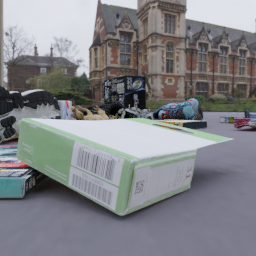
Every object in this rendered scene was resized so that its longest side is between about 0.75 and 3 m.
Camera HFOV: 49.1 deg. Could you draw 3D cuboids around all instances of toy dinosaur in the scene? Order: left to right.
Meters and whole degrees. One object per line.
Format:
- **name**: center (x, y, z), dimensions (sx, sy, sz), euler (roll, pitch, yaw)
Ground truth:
- **toy dinosaur**: center (-0.810, -0.204, 8.491), dimensions (2.495, 0.726, 1.262), euler (8, 13, -41)

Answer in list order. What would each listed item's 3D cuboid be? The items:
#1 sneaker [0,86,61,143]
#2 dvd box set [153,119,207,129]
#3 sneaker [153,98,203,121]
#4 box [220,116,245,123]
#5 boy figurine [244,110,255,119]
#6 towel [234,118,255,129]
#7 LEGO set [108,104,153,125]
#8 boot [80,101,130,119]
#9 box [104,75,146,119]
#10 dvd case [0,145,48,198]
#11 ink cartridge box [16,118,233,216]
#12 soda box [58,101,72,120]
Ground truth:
- **sneaker**: center (-2.528, -0.133, 5.086), dimensions (1.252, 1.136, 2.950), euler (-15, -8, 26)
- **dvd box set**: center (1.495, -0.126, 8.798), dimensions (1.152, 0.232, 1.575), euler (-4, 5, -37)
- **sneaker**: center (1.699, -0.417, 10.040), dimensions (1.138, 0.945, 2.382), euler (-17, 4, -23)
- **box**: center (4.587, -0.330, 11.546), dimensions (0.964, 0.266, 1.203), euler (-2, 4, -27)
- **boy figurine**: center (5.215, -0.388, 10.069), dimensions (1.908, 0.615, 1.186), euler (-1, 1, 23)
- **towel**: center (4.460, -0.048, 7.470), dimensions (2.668, 0.303, 1.922), euler (6, 5, 43)
- **LEGO set**: center (0.225, -0.389, 8.312), dimensions (1.223, 0.534, 1.884), euler (18, 14, 8)
- **boot**: center (-0.481, -0.558, 10.273), dimensions (1.662, 0.837, 2.224), euler (-6, 10, 42)
- **box**: center (-0.200, -1.329, 13.138), dimensions (1.068, 2.032, 2.481), euler (-3, 4, -26)
- **dvd case**: center (-1.253, 0.334, 2.620), dimensions (1.177, 0.177, 1.612), euler (0, 5, -1)
- **ink cartridge box**: center (0.064, 0.175, 2.395), dimensions (1.138, 0.375, 1.563), euler (15, 10, 38)
- **soda box**: center (-3.048, -0.701, 11.820), dimensions (0.989, 0.919, 2.898), euler (1, 5, -2)
